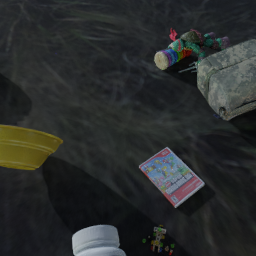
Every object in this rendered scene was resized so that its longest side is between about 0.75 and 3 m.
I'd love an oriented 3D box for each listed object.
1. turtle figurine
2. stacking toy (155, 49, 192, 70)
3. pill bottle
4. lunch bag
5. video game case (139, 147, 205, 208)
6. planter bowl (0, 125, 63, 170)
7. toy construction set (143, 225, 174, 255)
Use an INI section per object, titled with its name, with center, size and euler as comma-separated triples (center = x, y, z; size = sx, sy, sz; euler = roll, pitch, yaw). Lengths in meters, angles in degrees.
[turtle figurine]
center = 2.740, -3.369, 11.661
size = 2.774, 1.397, 2.077
euler = -16, 53, -20
[stacking toy]
center = 1.999, -3.100, 11.820
size = 1.763, 0.752, 0.752
euler = -29, 57, -26
[pill bottle]
center = -0.581, 3.480, 6.167
size = 1.316, 1.316, 2.327
euler = -9, 53, -7
[lunch bag]
center = 3.899, -1.544, 9.710
size = 2.561, 1.784, 2.148
euler = -20, 51, -5
[video game case]
center = 1.315, 1.444, 8.532
size = 1.189, 0.145, 1.663
euler = -31, 58, -22
[planter bowl]
center = -3.064, 0.659, 7.922
size = 2.270, 2.270, 0.946
euler = 5, 74, 4
[toy construction set]
center = 0.854, 2.851, 7.138
size = 0.758, 0.582, 0.632
euler = 36, 60, 24
